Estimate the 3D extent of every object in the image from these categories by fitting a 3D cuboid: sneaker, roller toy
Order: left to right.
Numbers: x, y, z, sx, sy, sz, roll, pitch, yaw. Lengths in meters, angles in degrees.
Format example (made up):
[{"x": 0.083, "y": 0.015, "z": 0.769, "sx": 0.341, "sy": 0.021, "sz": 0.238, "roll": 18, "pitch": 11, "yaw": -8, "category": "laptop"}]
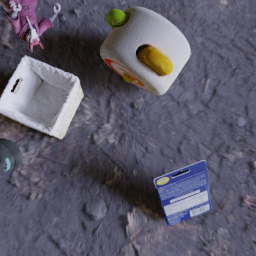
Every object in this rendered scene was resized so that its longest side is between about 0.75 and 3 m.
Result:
[{"x": -4.282, "y": 0.474, "z": 7.847, "sx": 2.748, "sy": 1.089, "sz": 1.036, "roll": 21, "pitch": 117, "yaw": 22, "category": "sneaker"}, {"x": 0.453, "y": -2.055, "z": 8.012, "sx": 2.498, "sy": 2.278, "sz": 1.745, "roll": 34, "pitch": 91, "yaw": 24, "category": "roller toy"}]

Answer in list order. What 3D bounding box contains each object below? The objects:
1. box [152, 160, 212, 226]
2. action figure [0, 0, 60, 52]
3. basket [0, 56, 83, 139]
[{"x": 1.467, "y": 1.689, "z": 7.434, "sx": 1.384, "sy": 2.285, "sz": 0.370, "roll": -20, "pitch": 42, "yaw": -1, "category": "box"}, {"x": -3.032, "y": -3.222, "z": 7.866, "sx": 1.835, "sy": 1.650, "sz": 2.464, "roll": -21, "pitch": 80, "yaw": 35, "category": "action figure"}, {"x": -2.438, "y": -0.805, "z": 8.228, "sx": 1.799, "sy": 1.447, "sz": 1.783, "roll": 23, "pitch": 81, "yaw": 6, "category": "basket"}]
